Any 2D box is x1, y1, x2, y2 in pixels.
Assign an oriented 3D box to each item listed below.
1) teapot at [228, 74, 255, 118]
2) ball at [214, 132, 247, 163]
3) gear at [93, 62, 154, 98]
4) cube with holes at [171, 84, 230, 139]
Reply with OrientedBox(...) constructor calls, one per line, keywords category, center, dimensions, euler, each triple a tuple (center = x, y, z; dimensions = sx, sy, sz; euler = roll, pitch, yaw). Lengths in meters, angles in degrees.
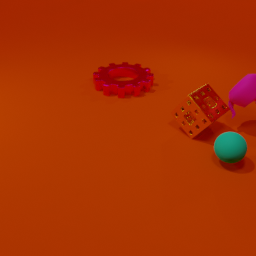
OrientedBox(category="teapot", center=(3.034, -0.862, 7.140), dimensions=(0.710, 1.451, 0.902), euler=(47, 28, 11))
OrientedBox(category="ball", center=(2.333, 0.444, 6.385), dimensions=(0.714, 0.714, 0.714), euler=(0, 36, 0))
OrientedBox(category="gear", center=(-0.164, -1.740, 9.894), dimensions=(2.091, 0.387, 2.091), euler=(0, 36, 0))
OrientedBox(category="cube with holes", center=(1.879, -0.437, 7.345), dimensions=(0.885, 0.885, 0.885), euler=(-30, 78, -35))
